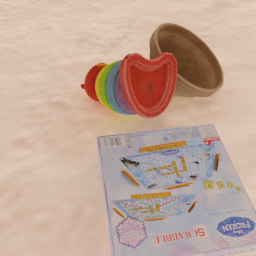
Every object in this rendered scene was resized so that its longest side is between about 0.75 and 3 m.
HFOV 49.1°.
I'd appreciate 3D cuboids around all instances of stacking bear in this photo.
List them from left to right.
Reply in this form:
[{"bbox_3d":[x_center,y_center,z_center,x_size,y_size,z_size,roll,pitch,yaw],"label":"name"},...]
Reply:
[{"bbox_3d":[-0.244,-1.201,7.754,1.697,1.589,2.795,-12,16,-36],"label":"stacking bear"}]

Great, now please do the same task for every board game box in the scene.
[{"bbox_3d":[0.887,1.259,5.761,2.815,0.579,2.808,-6,51,-8],"label":"board game box"}]

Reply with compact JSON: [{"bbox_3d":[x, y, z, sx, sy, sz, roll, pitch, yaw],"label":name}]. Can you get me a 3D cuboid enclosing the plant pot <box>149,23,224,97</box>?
[{"bbox_3d":[1.578,-1.844,8.616,2.594,1.197,2.594,17,52,-24],"label":"plant pot"}]
